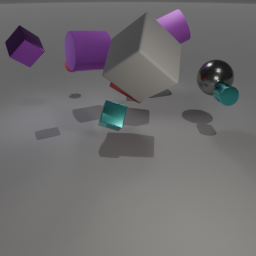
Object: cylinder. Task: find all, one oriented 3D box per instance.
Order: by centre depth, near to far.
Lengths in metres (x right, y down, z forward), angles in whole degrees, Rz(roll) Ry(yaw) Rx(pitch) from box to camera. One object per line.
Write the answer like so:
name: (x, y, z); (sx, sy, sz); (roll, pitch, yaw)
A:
cylinder: (3.486, -1.206, 10.000); (0.700, 0.700, 0.700); (-1, 20, -2)
cylinder: (-1.448, -2.822, 10.243); (1.400, 1.400, 1.400); (-10, 29, -26)
cylinder: (1.872, -4.328, 12.545); (1.400, 1.400, 1.400); (-25, 28, 6)

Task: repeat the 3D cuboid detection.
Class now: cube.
cube: (0.396, -1.790, 7.354); (1.400, 1.400, 1.400); (-22, 47, 43)
cube: (-2.929, -2.303, 7.952); (0.700, 0.700, 0.700); (25, 30, -53)
cube: (-0.481, -0.370, 8.698); (0.700, 0.700, 0.700); (15, -11, -8)
cube: (0.308, -2.092, 10.789); (1.400, 1.400, 1.400); (29, 38, -15)

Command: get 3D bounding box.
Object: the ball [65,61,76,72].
ball: (-2.686, -3.022, 13.425); (0.700, 0.700, 0.700); (0, 28, 0)

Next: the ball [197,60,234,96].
ball: (3.408, -1.958, 10.959); (1.400, 1.400, 1.400); (0, 28, 0)
